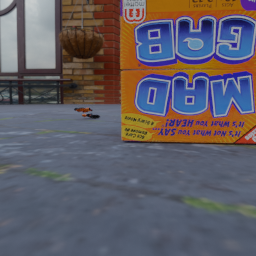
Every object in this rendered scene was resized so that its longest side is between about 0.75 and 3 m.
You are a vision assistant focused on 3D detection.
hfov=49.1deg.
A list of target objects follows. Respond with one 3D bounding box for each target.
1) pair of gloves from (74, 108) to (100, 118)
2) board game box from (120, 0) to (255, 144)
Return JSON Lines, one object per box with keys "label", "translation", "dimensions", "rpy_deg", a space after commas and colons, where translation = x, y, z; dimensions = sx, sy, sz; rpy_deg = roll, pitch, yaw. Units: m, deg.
{"label": "pair of gloves", "translation": [-1.863, -0.666, 12.752], "dimensions": [0.987, 0.137, 1.108], "rpy_deg": [2, -20, 30]}
{"label": "board game box", "translation": [1.470, -1.360, 6.920], "dimensions": [2.968, 2.966, 2.966], "rpy_deg": [1, 8, 7]}
